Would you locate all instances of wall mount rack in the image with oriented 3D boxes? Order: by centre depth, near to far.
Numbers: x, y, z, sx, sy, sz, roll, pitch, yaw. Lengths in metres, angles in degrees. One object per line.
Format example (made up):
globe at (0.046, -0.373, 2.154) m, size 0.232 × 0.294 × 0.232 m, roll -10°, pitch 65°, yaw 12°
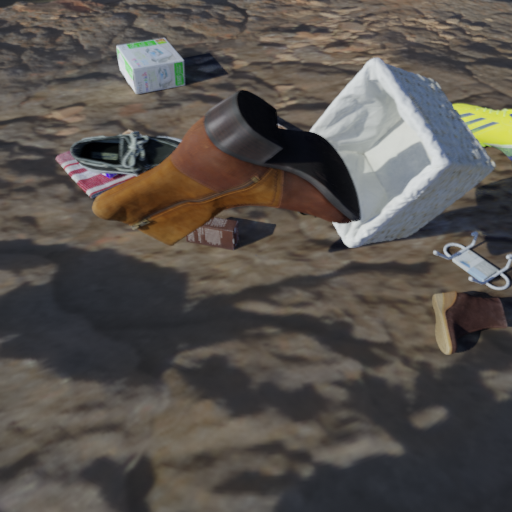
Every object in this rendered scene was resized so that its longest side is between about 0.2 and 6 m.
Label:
wall mount rack at (4.201, 0.114, 10.948) m, size 1.303 × 0.559 × 1.500 m, roll -25°, pitch 48°, yaw -24°

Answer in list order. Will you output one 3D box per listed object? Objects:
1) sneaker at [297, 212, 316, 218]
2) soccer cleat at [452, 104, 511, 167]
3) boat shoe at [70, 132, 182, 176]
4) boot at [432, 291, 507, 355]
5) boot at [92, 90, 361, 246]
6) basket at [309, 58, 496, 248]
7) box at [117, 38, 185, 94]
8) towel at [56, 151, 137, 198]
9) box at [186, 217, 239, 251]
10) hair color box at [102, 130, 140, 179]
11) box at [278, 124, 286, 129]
sneaker at (1.667, -1.642, 12.540) m, size 2.364 × 0.907 × 1.315 m, roll -27°, pitch 43°, yaw -21°
soccer cleat at (6.144, -3.209, 13.909) m, size 1.061 × 1.372 × 3.280 m, roll -23°, pitch 48°, yaw -23°
boat shoe at (-2.420, -2.031, 10.996) m, size 2.375 × 0.811 × 0.877 m, roll 6°, pitch 87°, yaw 4°
boot at (3.788, 1.169, 9.831) m, size 1.213 × 0.528 × 1.458 m, roll 4°, pitch 40°, yaw 7°
boot at (-0.355, -0.691, 8.027) m, size 2.844 × 3.021 × 1.034 m, roll 20°, pitch 53°, yaw -42°
basket at (2.079, -1.484, 8.641) m, size 1.666 × 2.071 × 2.052 m, roll -3°, pitch 58°, yaw -41°
box at (-3.219, -5.787, 17.074) m, size 1.587 × 0.870 × 1.798 m, roll -16°, pitch 46°, yaw -19°
towel at (-3.842, -2.178, 13.661) m, size 1.417 × 0.224 × 1.968 m, roll -28°, pitch 50°, yaw -26°
box at (-0.920, -0.508, 11.630) m, size 1.072 × 0.537 × 0.402 m, roll 12°, pitch 45°, yaw 12°
hair color box at (-3.296, -2.479, 13.551) m, size 0.733 × 0.435 × 1.341 m, roll 27°, pitch 53°, yaw 31°
box at (-0.555, -2.892, 14.257) m, size 2.507 × 0.435 × 1.380 m, roll -30°, pitch 50°, yaw -28°
